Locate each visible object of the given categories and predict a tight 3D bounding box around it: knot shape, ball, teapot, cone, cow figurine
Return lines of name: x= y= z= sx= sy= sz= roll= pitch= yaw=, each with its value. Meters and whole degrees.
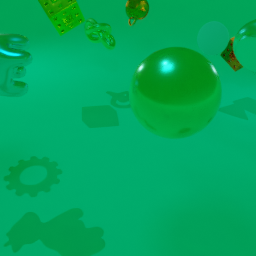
knot shape: x=-0.933 y=-3.091 z=9.074 sx=1.267 sy=0.585 sz=1.186 roll=32 pitch=-1 yaw=-1
ball: x=0.566 y=-0.420 z=3.432 sx=1.110 sy=1.110 sz=1.110 roll=0 pitch=34 yaw=0
teapot: x=0.371 y=-3.963 z=9.185 sx=0.822 sy=1.322 sz=0.647 roll=6 pitch=30 yaw=-48
teapot: x=2.789 y=-1.760 z=5.614 sx=1.175 sy=1.890 sz=0.925 roll=31 pitch=67 yaw=27
cone: x=2.770 y=-2.758 z=8.568 sx=0.963 sy=0.963 sz=0.966 roll=24 pitch=32 yaw=31
cow figurine: x=-2.373 y=-0.904 z=4.499 sx=1.461 sy=1.485 sz=0.815 roll=-2 pitch=56 yaw=-27

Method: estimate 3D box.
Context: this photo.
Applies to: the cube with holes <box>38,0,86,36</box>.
cube with holes: x=-1.898 y=-3.392 z=7.971 sx=0.877 sy=0.877 sz=0.877 roll=-32 pitch=75 yaw=-1

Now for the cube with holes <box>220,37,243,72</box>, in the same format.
cube with holes: x=3.551 y=-2.401 z=8.778 sx=0.755 sy=0.755 sz=0.755 roll=-29 pitch=72 yaw=-20
